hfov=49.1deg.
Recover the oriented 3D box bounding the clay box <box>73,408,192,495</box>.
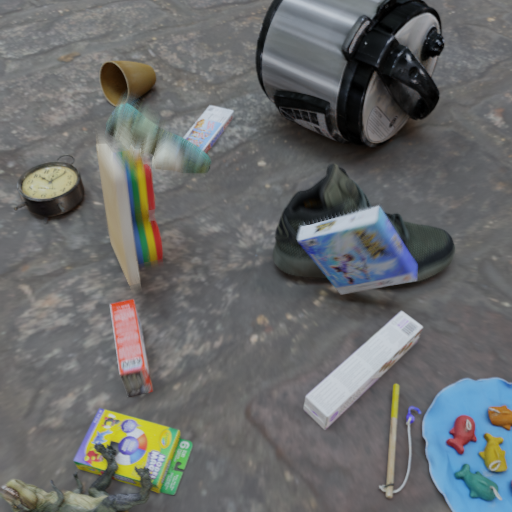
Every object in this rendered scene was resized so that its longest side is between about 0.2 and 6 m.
[{"bbox_3d":[-1.800,2.909,8.347,1.529,0.364,0.879,11,49,11],"label":"clay box"}]

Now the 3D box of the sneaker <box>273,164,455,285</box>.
[{"bbox_3d":[2.118,-0.557,10.365,3.478,1.992,1.329,5,42,-1],"label":"sneaker"}]

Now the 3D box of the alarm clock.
[{"bbox_3d":[-4.372,-1.569,12.188,1.309,0.646,1.941,4,50,4],"label":"alarm clock"}]

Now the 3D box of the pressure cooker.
[{"bbox_3d":[2.350,-4.430,12.838,3.907,3.490,3.436,34,53,27],"label":"pressure cooker"}]

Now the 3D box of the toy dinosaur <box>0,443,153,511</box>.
[{"bbox_3d":[-2.019,3.382,7.653,2.861,0.679,1.261,18,79,14],"label":"toy dinosaur"}]

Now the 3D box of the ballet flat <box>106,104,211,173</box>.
[{"bbox_3d":[-1.699,-1.817,9.422,1.938,0.719,0.719,32,54,10],"label":"ballet flat"}]

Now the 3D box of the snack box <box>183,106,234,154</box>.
[{"bbox_3d":[-1.239,-3.067,13.804,0.687,0.232,1.910,17,50,15],"label":"snack box"}]

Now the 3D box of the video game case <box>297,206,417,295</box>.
[{"bbox_3d":[1.734,-0.030,9.506,1.461,1.612,0.366,-15,44,33],"label":"video game case"}]

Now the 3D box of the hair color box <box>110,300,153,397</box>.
[{"bbox_3d":[-2.079,1.520,9.320,0.448,0.778,1.403,-11,50,-10],"label":"hair color box"}]

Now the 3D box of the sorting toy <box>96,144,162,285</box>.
[{"bbox_3d":[-2.195,-0.818,9.845,0.694,1.982,1.994,-11,26,-19],"label":"sorting toy"}]

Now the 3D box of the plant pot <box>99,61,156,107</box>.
[{"bbox_3d":[-3.266,-4.631,14.734,1.144,1.144,1.228,33,43,26],"label":"plant pot"}]

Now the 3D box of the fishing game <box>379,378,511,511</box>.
[{"bbox_3d":[3.735,2.870,8.297,3.531,0.549,2.528,13,52,11],"label":"fishing game"}]

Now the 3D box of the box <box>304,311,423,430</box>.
[{"bbox_3d":[1.801,1.833,9.238,2.453,0.475,0.508,-35,57,-28],"label":"box"}]
